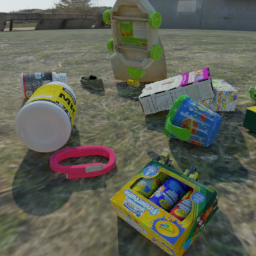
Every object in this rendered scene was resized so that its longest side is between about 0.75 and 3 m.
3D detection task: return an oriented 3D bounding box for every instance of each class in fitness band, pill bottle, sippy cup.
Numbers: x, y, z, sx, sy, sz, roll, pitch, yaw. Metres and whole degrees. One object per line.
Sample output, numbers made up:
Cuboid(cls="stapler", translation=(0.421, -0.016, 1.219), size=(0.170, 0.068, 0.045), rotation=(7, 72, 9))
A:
Cuboid(cls="fitness band", translation=(-1.228, 0.908, 7.767), size=(1.795, 0.336, 1.289), rotation=(-4, 22, -11))
Cuboid(cls="pill bottle", translation=(-2.559, -0.538, 9.318), size=(1.618, 1.618, 2.831), rotation=(-2, 25, -4))
Cuboid(cls="sippy cup", translation=(2.117, -0.139, 8.876), size=(1.417, 1.518, 1.933), rotation=(25, 65, 24))
Cuboid(cls="pill bottle", translation=(-3.920, -2.046, 13.221), size=(2.042, 1.163, 1.163), rotation=(-6, 25, -13))

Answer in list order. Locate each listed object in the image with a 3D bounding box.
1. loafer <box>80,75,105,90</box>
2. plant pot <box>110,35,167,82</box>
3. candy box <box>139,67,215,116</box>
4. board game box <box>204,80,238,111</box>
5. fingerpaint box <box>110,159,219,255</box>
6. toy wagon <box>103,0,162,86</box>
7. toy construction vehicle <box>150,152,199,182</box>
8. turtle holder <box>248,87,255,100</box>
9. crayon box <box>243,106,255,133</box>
Cuboid(cls="loafer", translation=(-1.879, -2.506, 14.821), size=(0.708, 0.656, 1.884), rotation=(-21, 32, -38))
Cuboid(cls="plant pot", translation=(0.471, -3.613, 15.499), size=(2.773, 2.597, 2.597), rotation=(-13, 25, 0))
Cuboid(cls="candy box", translation=(1.991, -1.506, 11.372), size=(2.812, 0.858, 1.917), rotation=(-13, 20, 19))
Cuboid(cls="board game box", translation=(3.953, -1.445, 12.181), size=(0.898, 0.915, 1.744), rotation=(-1, 25, -1))
Cuboid(cls="fingerpaint box", translation=(0.704, 1.507, 5.586), size=(1.373, 0.603, 1.645), rotation=(-39, 42, -26))
Cuboid(cls="toy wagon", translation=(0.189, -2.841, 9.454), size=(2.241, 2.888, 0.571), rotation=(23, 43, 39))
Cuboid(cls="toy construction vehicle", translation=(1.016, 1.135, 6.879), size=(1.285, 0.520, 1.476), rotation=(20, 35, 29))
Cuboid(cls="turtle holder", translation=(6.078, -1.651, 12.631), size=(1.289, 0.916, 0.980), rotation=(8, 26, 16))
Cuboid(cls="crayon box", translation=(5.838, -0.120, 9.370), size=(2.810, 0.819, 2.425), rotation=(-10, 28, -23))
